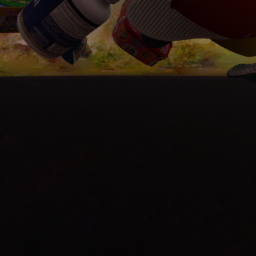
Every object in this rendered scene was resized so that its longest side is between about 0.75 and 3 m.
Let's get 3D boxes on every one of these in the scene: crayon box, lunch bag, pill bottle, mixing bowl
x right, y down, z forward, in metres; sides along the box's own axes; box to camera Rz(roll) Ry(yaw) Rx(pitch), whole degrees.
[{"bbox_3d":[-3.417,-3.411,8.242,2.155,0.628,1.280,-8,-12,-16],"label":"crayon box"},{"bbox_3d":[0.747,-3.575,10.261,2.334,2.649,1.085,30,-37,-26],"label":"lunch bag"},{"bbox_3d":[-1.359,-2.976,6.910,2.635,1.463,1.463,-26,-1,29],"label":"pill bottle"},{"bbox_3d":[1.684,-1.946,3.669,2.053,1.112,2.053,-43,4,4],"label":"mixing bowl"}]

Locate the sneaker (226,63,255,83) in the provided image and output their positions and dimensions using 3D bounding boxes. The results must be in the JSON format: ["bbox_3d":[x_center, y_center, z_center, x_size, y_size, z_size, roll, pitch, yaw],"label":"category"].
[{"bbox_3d":[3.309,-1.440,7.573,1.267,0.578,0.491,0,42,44],"label":"sneaker"}]

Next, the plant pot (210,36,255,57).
[{"bbox_3d":[3.272,-3.066,7.575,2.608,1.851,2.608,-37,25,20],"label":"plant pot"}]

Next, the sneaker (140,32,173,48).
[{"bbox_3d":[0.981,-3.177,6.889,1.187,2.887,1.067,23,-17,31],"label":"sneaker"}]

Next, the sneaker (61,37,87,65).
[{"bbox_3d":[-1.880,-3.155,9.948,0.833,0.880,2.178,37,-23,-6],"label":"sneaker"}]

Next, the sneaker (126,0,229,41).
[{"bbox_3d":[1.158,-2.218,5.658,2.321,0.858,0.951,11,28,6],"label":"sneaker"}]
